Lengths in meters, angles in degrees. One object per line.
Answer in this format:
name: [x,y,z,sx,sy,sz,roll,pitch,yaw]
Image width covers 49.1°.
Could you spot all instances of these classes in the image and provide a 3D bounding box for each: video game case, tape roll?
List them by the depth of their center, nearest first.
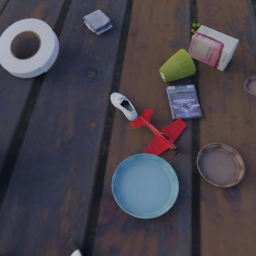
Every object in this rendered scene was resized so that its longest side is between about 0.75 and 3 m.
video game case: [2.407,-1.126,12.035,1.245,0.165,1.743,-4,61,-3]
tape roll: [-4.587,-3.664,12.853,2.843,0.520,2.843,-2,74,8]

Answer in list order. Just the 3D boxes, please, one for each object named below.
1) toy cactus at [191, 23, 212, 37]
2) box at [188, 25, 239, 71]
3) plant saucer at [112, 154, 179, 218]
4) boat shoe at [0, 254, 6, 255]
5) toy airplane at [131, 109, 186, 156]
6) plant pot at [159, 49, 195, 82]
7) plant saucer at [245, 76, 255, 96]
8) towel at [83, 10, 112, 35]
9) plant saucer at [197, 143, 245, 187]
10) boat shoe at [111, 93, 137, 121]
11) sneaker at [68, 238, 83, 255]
toy cactus: [3.820,-4.723,13.984,1.111,0.689,1.347,-25,58,-35]
box: [3.887,-3.678,12.936,1.861,1.190,1.014,29,64,16]
plant saucer: [0.609,2.062,10.045,2.364,0.324,2.364,0,60,0]
boat shoe: [-3.579,4.359,8.637,1.458,0.520,0.470,15,67,18]
toy airplane: [1.172,0.156,11.104,2.462,0.453,2.462,0,61,1]
plant pot: [2.094,-2.630,12.441,1.316,1.231,1.231,-30,63,-1]
plant saucer: [4.405,-1.348,9.231,1.063,0.171,1.063,-6,49,6]
towel: [-1.553,-5.448,14.359,1.033,0.534,1.247,-34,65,-17]
plant saucer: [3.434,1.399,10.478,1.748,0.280,1.748,0,60,1]
boat shoe: [-0.157,-1.042,11.657,0.627,0.569,1.704,-34,57,-18]
sneaker: [-1.597,4.353,8.482,0.847,0.709,1.915,-23,62,-16]
